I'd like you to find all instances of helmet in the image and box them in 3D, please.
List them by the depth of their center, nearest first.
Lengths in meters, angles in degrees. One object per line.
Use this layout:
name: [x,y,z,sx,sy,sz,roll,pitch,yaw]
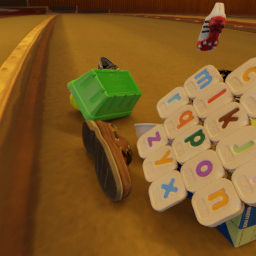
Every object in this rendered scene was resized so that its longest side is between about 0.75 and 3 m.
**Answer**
helmet: [2.335,-0.644,7.193,1.696,1.696,1.617,12,65,22]

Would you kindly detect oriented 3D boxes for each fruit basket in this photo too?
fruit basket: [-0.871,-0.823,8.059,2.062,2.062,1.487,-20,73,-35]

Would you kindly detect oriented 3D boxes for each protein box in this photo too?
protein box: [2.052,0.768,4.869,1.744,1.177,1.732,-11,29,-20]

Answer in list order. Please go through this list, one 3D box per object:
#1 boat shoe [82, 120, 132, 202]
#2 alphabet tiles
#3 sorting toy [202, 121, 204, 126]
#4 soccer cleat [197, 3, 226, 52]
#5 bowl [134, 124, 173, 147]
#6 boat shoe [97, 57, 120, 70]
boat shoe: [-0.294,0.491,5.783,0.825,0.873,2.427,-1,32,-22]
alphabet tiles: [1.243,0.113,4.314,2.513,0.188,2.570,-37,41,23]
sorting toy: [2.058,-0.150,6.183,1.356,1.820,0.244,0,49,-4]
soccer cleat: [2.033,-2.388,6.822,0.504,0.626,1.469,8,-14,4]
bowl: [0.682,0.221,6.332,1.155,0.519,1.155,5,-5,0]
boat shoe: [-0.581,-2.005,10.604,0.808,0.764,2.253,-10,41,-21]
